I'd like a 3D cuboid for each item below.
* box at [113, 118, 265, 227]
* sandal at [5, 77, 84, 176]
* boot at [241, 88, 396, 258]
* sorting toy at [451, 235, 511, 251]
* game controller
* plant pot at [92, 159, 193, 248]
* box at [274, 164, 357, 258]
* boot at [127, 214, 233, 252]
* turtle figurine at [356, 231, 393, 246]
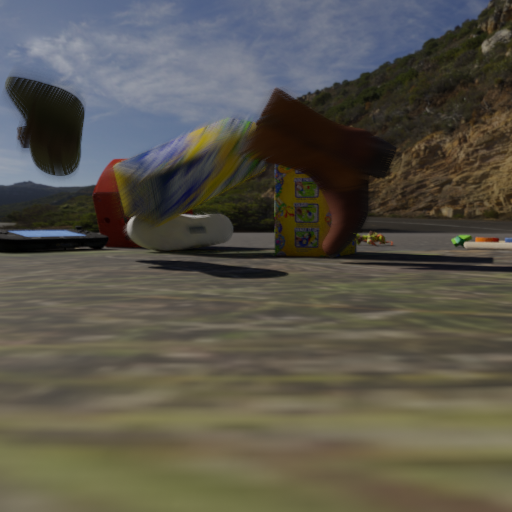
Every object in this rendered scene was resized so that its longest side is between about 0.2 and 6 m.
[{"bbox_3d":[-1.316,-1.905,12.105,1.095,1.193,3.404,19,39,36],"label":"box"},{"bbox_3d":[-3.278,-1.865,8.901,1.055,0.758,2.657,10,-23,-6],"label":"sandal"},{"bbox_3d":[0.759,-1.207,8.334,2.084,1.962,0.714,24,9,-1],"label":"boot"},{"bbox_3d":[5.774,-0.332,13.847,2.166,0.319,1.601,3,4,38],"label":"sorting toy"},{"bbox_3d":[-4.755,-0.399,12.722,1.436,0.580,2.753,2,4,36],"label":"game controller"},{"bbox_3d":[-3.115,-1.290,14.971,2.236,2.238,1.973,1,23,14],"label":"plant pot"},{"bbox_3d":[1.160,-0.893,10.562,1.122,1.772,1.840,1,4,23],"label":"box"},{"bbox_3d":[-1.888,-0.481,12.835,2.616,0.951,1.182,1,-10,-38],"label":"boot"},{"bbox_3d":[3.277,-0.500,16.129,1.053,0.421,1.306,2,4,40],"label":"turtle figurine"}]
